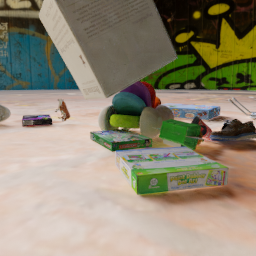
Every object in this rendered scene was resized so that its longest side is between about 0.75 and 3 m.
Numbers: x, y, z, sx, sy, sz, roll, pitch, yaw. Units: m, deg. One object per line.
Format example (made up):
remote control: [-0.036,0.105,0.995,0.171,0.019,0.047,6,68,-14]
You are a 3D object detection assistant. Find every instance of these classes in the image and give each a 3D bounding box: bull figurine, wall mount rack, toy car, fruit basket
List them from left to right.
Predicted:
bull figurine: [-2.134,-0.581,9.122,0.246,0.756,0.459,4,38,44]
toy car: [0.228,-0.518,7.168,1.629,1.396,1.861,6,11,29]
fruit basket: [1.254,0.195,5.959,1.103,0.558,1.191,16,-2,41]
wall mount rack: [4.833,-0.787,10.859,1.669,0.716,1.921,5,10,27]

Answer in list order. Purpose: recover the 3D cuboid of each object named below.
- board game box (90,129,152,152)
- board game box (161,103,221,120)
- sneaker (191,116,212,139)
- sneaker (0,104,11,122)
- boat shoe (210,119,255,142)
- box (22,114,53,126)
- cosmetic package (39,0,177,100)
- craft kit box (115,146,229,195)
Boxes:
board game box: [-0.196,0.240,6.257,0.926,0.200,1.376,-4,10,-25]
board game box: [2.291,-0.687,11.107,2.303,0.421,1.742,6,11,31]
sneaker: [1.822,0.036,6.868,0.397,0.337,0.915,30,19,-21]
sneaker: [-4.736,-0.590,9.543,2.073,0.733,1.028,-2,14,13]
boat shoe: [2.375,0.044,6.383,1.341,0.485,0.485,-2,-3,-31]
box: [-3.002,-0.268,9.228,0.905,0.229,1.267,-3,9,-20]
cosmetic package: [-0.510,-2.109,6.371,1.938,2.330,1.950,-32,15,-16]
craft kit box: [0.556,0.563,4.116,1.274,0.309,1.258,-3,7,-14]
